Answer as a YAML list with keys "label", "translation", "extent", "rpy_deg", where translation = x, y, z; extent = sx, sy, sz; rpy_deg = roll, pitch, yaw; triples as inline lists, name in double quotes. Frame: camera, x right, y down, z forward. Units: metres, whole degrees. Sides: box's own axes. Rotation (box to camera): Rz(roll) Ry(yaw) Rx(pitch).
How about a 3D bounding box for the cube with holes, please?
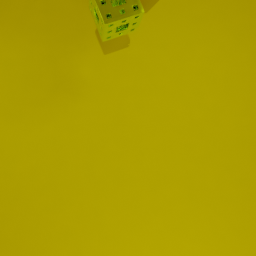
- label: "cube with holes"
  translation: [-0.293, -2.670, 6.316]
  extent: [0.911, 0.911, 0.911]
  rpy_deg: [-21, 88, -9]
